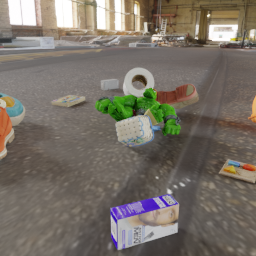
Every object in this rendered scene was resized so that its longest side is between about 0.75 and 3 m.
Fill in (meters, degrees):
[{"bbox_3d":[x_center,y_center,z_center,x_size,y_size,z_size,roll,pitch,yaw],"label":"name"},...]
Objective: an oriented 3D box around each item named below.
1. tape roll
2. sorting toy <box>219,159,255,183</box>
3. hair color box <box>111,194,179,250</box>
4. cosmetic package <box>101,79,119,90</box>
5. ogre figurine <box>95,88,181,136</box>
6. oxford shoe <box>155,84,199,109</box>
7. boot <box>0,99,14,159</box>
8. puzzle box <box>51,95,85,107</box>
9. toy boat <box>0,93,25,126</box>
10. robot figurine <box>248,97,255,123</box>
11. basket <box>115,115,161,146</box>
[{"bbox_3d":[0.406,-1.713,11.155,1.175,1.175,0.807,-2,-8,-6],"label":"tape roll"},{"bbox_3d":[2.692,0.962,6.252,1.103,0.162,0.815,12,23,31],"label":"sorting toy"},{"bbox_3d":[0.264,1.439,4.341,1.027,0.561,0.333,-9,22,-22],"label":"hair color box"},{"bbox_3d":[-0.967,-2.312,14.870,0.919,0.491,0.415,-14,23,-30],"label":"cosmetic package"},{"bbox_3d":[0.423,-0.525,8.593,2.545,1.249,1.526,-2,17,23],"label":"ogre figurine"},{"bbox_3d":[1.560,-0.943,10.640,2.270,0.838,0.803,-10,57,29],"label":"oxford shoe"},{"bbox_3d":[-3.598,0.029,7.231,0.908,1.297,2.420,-2,21,-11],"label":"boot"},{"bbox_3d":[-2.588,-1.200,12.248,0.872,0.167,1.311,8,22,23],"label":"puzzle box"},{"bbox_3d":[-4.543,-0.605,9.054,1.963,1.085,2.335,21,30,23],"label":"toy boat"},{"bbox_3d":[5.020,-0.656,8.647,2.804,1.635,2.017,-10,29,-30],"label":"robot figurine"},{"bbox_3d":[0.232,0.087,7.682,1.033,0.815,1.172,-15,-6,27],"label":"basket"}]
